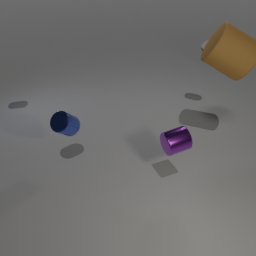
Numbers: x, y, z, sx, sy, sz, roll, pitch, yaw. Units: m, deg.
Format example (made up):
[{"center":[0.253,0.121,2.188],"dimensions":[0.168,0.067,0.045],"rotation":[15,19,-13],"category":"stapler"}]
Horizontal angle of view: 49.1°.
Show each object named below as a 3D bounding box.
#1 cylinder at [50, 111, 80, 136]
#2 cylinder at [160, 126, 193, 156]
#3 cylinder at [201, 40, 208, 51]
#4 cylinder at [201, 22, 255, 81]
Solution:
[{"center":[-1.998,-0.132,8.931],"dimensions":[0.700,0.700,0.700],"rotation":[16,-5,24],"category":"cylinder"},{"center":[1.368,0.368,8.012],"dimensions":[0.700,0.700,0.700],"rotation":[-19,35,-13],"category":"cylinder"},{"center":[3.543,-3.293,11.913],"dimensions":[0.700,0.700,0.700],"rotation":[-21,37,17],"category":"cylinder"},{"center":[3.369,-2.497,9.207],"dimensions":[1.400,1.400,1.400],"rotation":[29,32,-7],"category":"cylinder"}]
